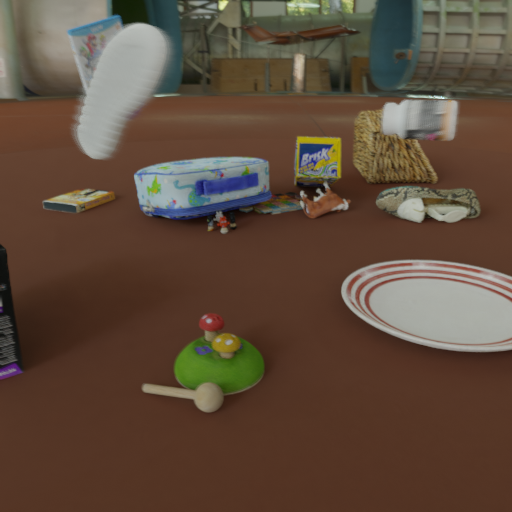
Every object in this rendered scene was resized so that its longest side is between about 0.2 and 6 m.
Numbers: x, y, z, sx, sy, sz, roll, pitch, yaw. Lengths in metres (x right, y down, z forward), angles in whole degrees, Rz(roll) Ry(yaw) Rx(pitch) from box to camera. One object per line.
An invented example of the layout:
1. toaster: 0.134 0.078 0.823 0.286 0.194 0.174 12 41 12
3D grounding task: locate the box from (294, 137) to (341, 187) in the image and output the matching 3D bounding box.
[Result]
1. box: 1.598 -2.462 15.055 1.119 1.026 3.193 2 3 3

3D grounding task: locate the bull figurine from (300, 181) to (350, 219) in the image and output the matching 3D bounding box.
1. bull figurine: 1.683 -1.355 13.860 1.353 0.441 0.821 -22 68 -32

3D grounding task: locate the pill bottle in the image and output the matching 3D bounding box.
1. pill bottle: 2.789 -2.317 9.557 1.145 0.666 0.666 6 22 21

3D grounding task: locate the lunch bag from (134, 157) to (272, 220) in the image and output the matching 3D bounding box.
1. lunch bag: -1.267 -1.708 13.684 2.993 1.234 2.406 -16 17 -36

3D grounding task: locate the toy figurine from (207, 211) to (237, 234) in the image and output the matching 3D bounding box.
1. toy figurine: -0.781 -0.748 12.699 0.573 0.405 0.582 5 22 30

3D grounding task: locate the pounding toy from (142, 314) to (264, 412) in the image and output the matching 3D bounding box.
1. pounding toy: -0.562 1.221 7.032 1.157 0.696 1.499 11 23 28

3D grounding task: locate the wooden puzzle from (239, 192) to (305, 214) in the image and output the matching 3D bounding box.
1. wooden puzzle: 0.450 -1.347 14.561 2.074 0.146 1.230 -12 24 -27

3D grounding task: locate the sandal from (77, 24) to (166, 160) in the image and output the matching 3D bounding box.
1. sandal: -2.301 -2.846 9.712 2.850 1.160 0.700 -40 -10 39

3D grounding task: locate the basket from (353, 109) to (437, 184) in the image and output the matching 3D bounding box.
1. basket: 4.378 -3.581 17.725 2.171 2.080 2.915 -1 21 1

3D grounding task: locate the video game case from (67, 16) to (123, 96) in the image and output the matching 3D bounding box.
1. video game case: -3.293 -4.174 12.258 0.158 1.771 1.267 25 47 39

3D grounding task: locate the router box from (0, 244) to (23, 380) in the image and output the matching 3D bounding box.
1. router box: -3.885 0.443 7.617 0.594 1.735 2.326 -14 25 -35

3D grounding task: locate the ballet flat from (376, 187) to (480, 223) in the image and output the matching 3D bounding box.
1. ballet flat: 4.174 -1.177 13.386 2.485 0.843 0.936 0 44 -5

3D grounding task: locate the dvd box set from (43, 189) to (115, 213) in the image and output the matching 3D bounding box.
1. dvd box set: -4.654 -1.473 14.785 1.119 0.225 1.530 8 22 24

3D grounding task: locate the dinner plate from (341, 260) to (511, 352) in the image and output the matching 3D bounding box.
1. dinner plate: 2.923 0.765 8.692 3.187 0.386 3.187 0 22 0
